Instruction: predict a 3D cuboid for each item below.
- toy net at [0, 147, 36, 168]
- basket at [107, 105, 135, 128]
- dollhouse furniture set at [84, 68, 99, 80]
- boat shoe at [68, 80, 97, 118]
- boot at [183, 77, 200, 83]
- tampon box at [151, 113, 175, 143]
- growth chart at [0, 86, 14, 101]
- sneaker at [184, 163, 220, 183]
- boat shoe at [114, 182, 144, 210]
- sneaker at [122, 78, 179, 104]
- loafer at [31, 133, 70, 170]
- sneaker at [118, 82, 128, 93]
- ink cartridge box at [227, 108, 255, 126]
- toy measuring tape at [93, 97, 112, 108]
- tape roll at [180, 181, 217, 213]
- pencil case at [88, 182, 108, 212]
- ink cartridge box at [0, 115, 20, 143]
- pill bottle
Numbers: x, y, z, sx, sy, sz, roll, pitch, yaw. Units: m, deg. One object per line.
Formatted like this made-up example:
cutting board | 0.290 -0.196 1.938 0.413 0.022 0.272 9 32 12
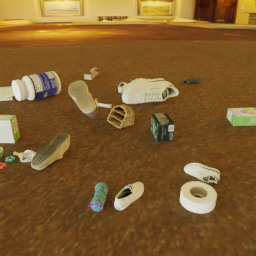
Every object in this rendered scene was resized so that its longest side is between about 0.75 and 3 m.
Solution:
toy net | -3.558 0.886 8.660 1.591 0.307 0.835 -3 27 -6
basket | -0.295 -0.507 11.010 0.737 0.706 0.989 -16 30 -31
dollhouse furniture set | -2.193 -3.315 16.847 0.470 0.550 1.062 10 28 16
boat shoe | -1.698 -1.093 10.693 0.769 0.693 2.139 -28 44 -9
boot | 3.604 -2.630 15.847 0.697 0.277 0.800 -18 27 -22
tampon box | 1.220 -0.018 10.005 0.603 0.716 0.955 -4 27 -8
growth chart | -6.360 -1.727 14.051 1.536 0.188 2.123 -5 27 -9
sneaker | 2.053 1.277 7.846 0.996 0.380 0.401 9 37 21
boat shoe | 0.061 1.631 7.095 0.407 0.362 1.108 15 30 27
sneaker | 1.046 -1.664 13.053 2.869 1.096 1.155 -19 41 -31
loafer | -2.304 0.789 8.665 0.581 0.525 1.537 18 48 32
sneaker | -0.233 -2.230 14.816 0.412 0.400 1.129 5 27 10
ink cartridge box | 4.852 -0.459 11.196 1.538 0.456 0.798 -1 26 -1
toy measuring tape | -1.349 -1.119 12.511 1.415 0.521 0.521 7 27 13
tape roll | 1.749 1.714 6.995 0.880 0.308 0.880 -1 26 0
pencil case | -0.723 1.712 6.977 0.354 0.326 0.766 17 26 -2
ink cartridge box | -4.750 0.024 9.747 1.698 0.881 0.503 0 26 1
pill bottle | -4.393 -2.003 13.486 2.031 1.175 1.175 -20 33 -35
